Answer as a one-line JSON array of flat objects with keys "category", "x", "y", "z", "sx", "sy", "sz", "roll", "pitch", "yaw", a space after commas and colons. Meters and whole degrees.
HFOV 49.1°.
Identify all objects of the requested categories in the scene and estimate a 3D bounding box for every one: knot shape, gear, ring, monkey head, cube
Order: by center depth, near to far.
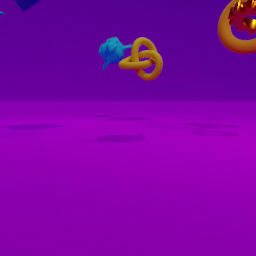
[{"category": "gear", "x": 2.603, "y": -2.192, "z": 5.577, "sx": 1.136, "sy": 0.210, "sz": 1.136, "roll": 15, "pitch": -2, "yaw": 0}, {"category": "cube", "x": -2.183, "y": -3.739, "z": 6.538, "sx": 1.246, "sy": 1.246, "sz": 1.246, "roll": 0, "pitch": 44, "yaw": 47}, {"category": "ring", "x": 3.289, "y": -2.844, "z": 7.517, "sx": 1.747, "sy": 1.747, "sz": 0.349, "roll": 4, "pitch": -6, "yaw": 35}, {"category": "knot shape", "x": 0.651, "y": -2.601, "z": 11.011, "sx": 1.662, "sy": 1.776, "sz": 0.821, "roll": 44, "pitch": -11, "yaw": 21}, {"category": "monkey head", "x": -0.599, "y": -3.260, "z": 12.124, "sx": 1.688, "sy": 1.017, "sz": 1.215, "roll": -40, "pitch": 32, "yaw": 0}]

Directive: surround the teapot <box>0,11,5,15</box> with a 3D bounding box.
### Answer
[{"category": "teapot", "x": -4.115, "y": -3.126, "z": 7.105, "sx": 1.853, "sy": 0.907, "sz": 1.152, "roll": -13, "pitch": 53, "yaw": -28}]
